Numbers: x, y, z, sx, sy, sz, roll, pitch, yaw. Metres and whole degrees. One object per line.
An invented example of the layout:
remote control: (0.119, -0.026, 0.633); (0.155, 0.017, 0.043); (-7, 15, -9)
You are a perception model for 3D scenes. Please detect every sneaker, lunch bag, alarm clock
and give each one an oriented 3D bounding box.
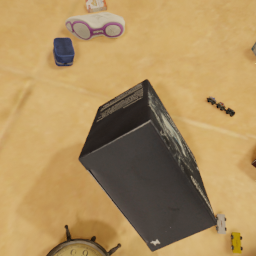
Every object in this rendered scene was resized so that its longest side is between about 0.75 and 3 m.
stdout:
sneaker: (-1.224, -3.957, 10.762); (2.293, 0.859, 1.142); (5, 46, 4)
lunch bag: (-2.337, -2.701, 10.183); (0.689, 0.671, 1.014); (-6, 65, -20)
alarm clock: (-1.382, 4.159, 7.108); (1.949, 0.962, 2.890); (18, 65, 7)

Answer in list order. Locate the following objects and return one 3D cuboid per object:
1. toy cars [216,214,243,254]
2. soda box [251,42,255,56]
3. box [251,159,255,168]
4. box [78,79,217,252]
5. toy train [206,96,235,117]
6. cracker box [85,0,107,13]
toy cars: (2.853, 3.010, 7.992); (0.522, 0.258, 1.164); (-32, 67, -14)
soda box: (5.637, -3.127, 10.395); (1.863, 0.592, 0.637); (-18, 68, -8)
box: (5.116, 1.350, 8.362); (2.364, 0.886, 1.184); (42, 73, 17)
box: (0.445, 0.623, 5.847); (1.457, 2.482, 2.440); (-29, 111, 15)
toy train: (3.191, -0.766, 9.617); (1.088, 0.186, 0.249); (36, 68, 13)
cracker box: (-1.293, -5.001, 11.383); (0.797, 0.230, 0.534); (-12, 68, -4)
